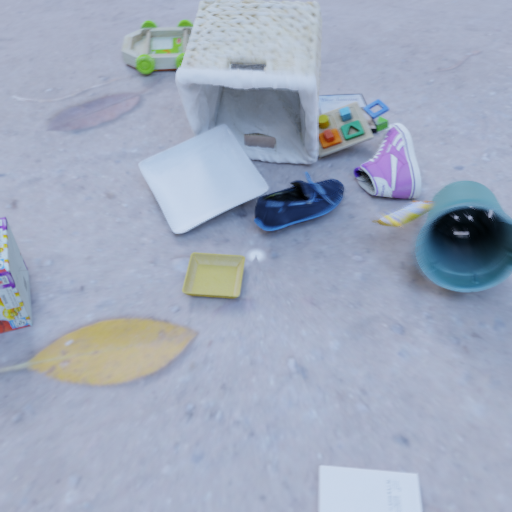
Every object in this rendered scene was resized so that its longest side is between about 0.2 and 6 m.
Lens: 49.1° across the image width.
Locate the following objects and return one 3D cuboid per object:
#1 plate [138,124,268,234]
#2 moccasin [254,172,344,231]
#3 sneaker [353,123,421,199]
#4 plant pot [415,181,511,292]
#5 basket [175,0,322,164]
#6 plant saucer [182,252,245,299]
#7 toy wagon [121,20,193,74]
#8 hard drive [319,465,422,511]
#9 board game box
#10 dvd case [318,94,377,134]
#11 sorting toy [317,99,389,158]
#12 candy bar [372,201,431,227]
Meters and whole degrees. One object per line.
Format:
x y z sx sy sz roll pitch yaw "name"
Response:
-1.118 -1.589 11.741 2.137 0.346 2.142 -27 61 -9 "plate"
0.932 -1.140 11.091 2.115 0.721 0.851 -27 41 -29 "moccasin"
2.783 -2.178 12.426 1.312 0.834 2.301 -2 45 2 "sneaker"
3.673 -0.486 9.828 1.648 1.648 1.614 11 32 11 "plant pot"
0.047 -3.671 12.103 2.795 2.820 2.268 6 67 9 "basket"
-0.753 0.402 10.220 1.032 0.250 1.032 3 45 4 "plant saucer"
-2.277 -6.181 16.582 3.256 0.644 2.526 -3 45 -4 "toy wagon"
1.493 3.263 7.389 1.317 0.167 0.869 4 45 4 "hard drive"
-5.309 0.569 9.230 2.716 1.399 1.424 -14 47 -14 "board game box"
2.286 -3.648 14.364 1.272 0.156 1.783 -4 45 -4 "dvd case"
1.889 -3.022 13.056 2.530 0.345 1.425 -19 52 7 "sorting toy"
2.810 -0.788 10.542 0.482 0.214 1.934 7 19 37 "candy bar"
